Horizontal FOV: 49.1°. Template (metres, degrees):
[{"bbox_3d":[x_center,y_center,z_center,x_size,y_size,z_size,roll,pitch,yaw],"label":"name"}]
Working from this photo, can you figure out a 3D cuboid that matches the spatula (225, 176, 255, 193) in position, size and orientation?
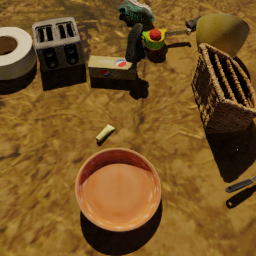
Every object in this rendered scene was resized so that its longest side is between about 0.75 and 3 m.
[{"bbox_3d":[3.966,1.528,8.708,2.271,0.233,0.642,-23,34,-15],"label":"spatula"}]

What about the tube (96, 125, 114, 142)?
[{"bbox_3d":[-0.822,0.174,9.816,0.763,0.198,0.221,-45,106,-30],"label":"tube"}]

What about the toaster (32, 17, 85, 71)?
[{"bbox_3d":[-2.846,-3.508,11.555,1.838,1.206,2.032,-12,58,-9],"label":"toaster"}]

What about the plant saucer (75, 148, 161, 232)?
[{"bbox_3d":[-0.294,1.830,8.424,2.553,0.478,2.553,4,58,-6],"label":"plant saucer"}]

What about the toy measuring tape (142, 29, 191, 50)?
[{"bbox_3d":[1.591,-3.794,11.988,2.407,0.885,0.885,-7,58,-6],"label":"toy measuring tape"}]

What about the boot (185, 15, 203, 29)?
[{"bbox_3d":[3.223,-4.760,12.916,0.887,0.353,1.019,-28,58,-11],"label":"boot"}]

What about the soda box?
[{"bbox_3d":[-0.600,-2.405,11.204,1.900,0.608,0.643,5,58,3],"label":"soda box"}]

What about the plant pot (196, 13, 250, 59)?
[{"bbox_3d":[3.600,-3.342,11.185,2.072,2.072,1.471,15,87,10],"label":"plant pot"}]

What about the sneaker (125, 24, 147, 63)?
[{"bbox_3d":[0.376,-3.174,10.691,0.557,0.835,1.458,15,100,35],"label":"sneaker"}]

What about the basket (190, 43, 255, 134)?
[{"bbox_3d":[3.511,-1.429,9.756,1.920,2.004,2.690,-5,57,-3],"label":"basket"}]

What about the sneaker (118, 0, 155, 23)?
[{"bbox_3d":[0.351,-5.341,13.100,0.958,0.815,2.100,-42,60,-9],"label":"sneaker"}]

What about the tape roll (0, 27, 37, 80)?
[{"bbox_3d":[-4.990,-3.100,11.523,2.317,0.810,2.317,0,57,0],"label":"tape roll"}]
